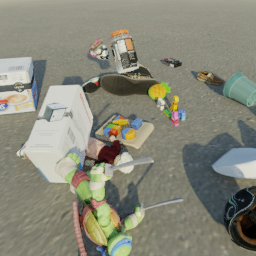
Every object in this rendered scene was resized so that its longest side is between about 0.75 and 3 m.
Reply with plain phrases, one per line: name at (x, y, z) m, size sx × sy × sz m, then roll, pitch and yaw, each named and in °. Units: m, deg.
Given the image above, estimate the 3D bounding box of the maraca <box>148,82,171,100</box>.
maraca at (1.507, -1.766, 13.284) m, size 1.160 × 0.620 × 0.795 m, roll -30°, pitch 78°, yaw -19°

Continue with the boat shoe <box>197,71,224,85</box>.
boat shoe at (4.344, -2.683, 14.889) m, size 1.453 × 0.537 × 0.550 m, roll 21°, pitch 38°, yaw 30°

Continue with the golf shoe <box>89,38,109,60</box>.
golf shoe at (-1.172, -3.121, 11.660) m, size 0.664 × 0.842 × 1.830 m, roll -38°, pitch 11°, yaw 0°

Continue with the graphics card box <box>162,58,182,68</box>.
graphics card box at (2.709, -4.023, 17.244) m, size 0.673 × 0.273 × 1.073 m, roll -24°, pitch 38°, yaw -33°

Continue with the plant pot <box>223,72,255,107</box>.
plant pot at (5.286, -1.692, 12.784) m, size 1.296 × 1.296 × 1.270 m, roll -19°, pitch 44°, yaw -28°

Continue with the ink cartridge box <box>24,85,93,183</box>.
ink cartridge box at (-1.941, 0.173, 8.529) m, size 1.063 × 1.812 × 2.475 m, roll -2°, pitch 51°, yaw 10°

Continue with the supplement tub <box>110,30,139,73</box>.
supplement tub at (-0.125, -2.335, 8.577) m, size 0.719 × 1.174 × 0.719 m, roll -14°, pitch 4°, yaw 1°

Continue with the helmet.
helmet at (2.969, 2.077, 6.618) m, size 1.402 × 1.402 × 1.337 m, roll 13°, pitch 16°, yaw 20°

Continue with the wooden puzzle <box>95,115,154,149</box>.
wooden puzzle at (-0.103, 0.019, 10.757) m, size 1.805 × 0.418 × 1.672 m, roll 15°, pitch 35°, yaw 22°

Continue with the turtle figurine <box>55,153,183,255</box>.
turtle figurine at (-0.362, 1.530, 6.900) m, size 2.052 × 2.851 × 2.765 m, roll 18°, pitch 11°, yaw -48°

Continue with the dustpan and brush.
dustpan and brush at (4.039, 1.146, 8.370) m, size 2.499 × 0.715 × 1.744 m, roll -8°, pitch 12°, yaw 46°

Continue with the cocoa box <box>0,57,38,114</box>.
cocoa box at (-5.596, -1.812, 12.242) m, size 2.903 × 1.905 × 1.936 m, roll -7°, pitch 33°, yaw -11°

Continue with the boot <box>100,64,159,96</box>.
boot at (0.011, -2.554, 14.194) m, size 2.883 × 1.055 × 2.171 m, roll 0°, pitch 33°, yaw -7°

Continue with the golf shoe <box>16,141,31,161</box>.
golf shoe at (-3.248, 0.505, 9.856) m, size 0.715 × 0.563 × 1.552 m, roll 12°, pitch 34°, yaw 18°

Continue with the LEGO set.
LEGO set at (1.923, -0.901, 11.890) m, size 0.699 × 0.752 × 1.833 m, roll -10°, pitch 34°, yaw -17°

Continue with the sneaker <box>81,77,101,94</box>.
sneaker at (-1.854, -2.153, 14.193) m, size 0.754 × 0.568 × 1.612 m, roll 2°, pitch 30°, yaw 46°

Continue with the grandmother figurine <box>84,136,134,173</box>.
grandmother figurine at (-0.802, 0.813, 9.285) m, size 2.368 × 0.717 × 1.436 m, roll 23°, pitch 63°, yaw 29°
